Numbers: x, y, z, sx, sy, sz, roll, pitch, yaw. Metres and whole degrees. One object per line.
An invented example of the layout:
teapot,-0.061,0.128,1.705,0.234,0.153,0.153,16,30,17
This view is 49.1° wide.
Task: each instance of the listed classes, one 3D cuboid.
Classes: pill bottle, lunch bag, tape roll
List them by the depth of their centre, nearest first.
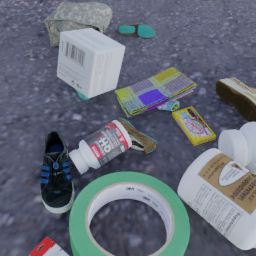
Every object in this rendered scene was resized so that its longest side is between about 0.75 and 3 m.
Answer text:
pill bottle,2.900,2.004,7.061,1.713,1.713,2.995,-33,54,-28
tape roll,0.031,2.448,7.112,2.968,0.713,2.968,3,40,-2
pill bottle,4.381,0.583,8.546,2.900,1.628,1.628,-3,46,-3
pill bottle,-0.886,0.628,8.809,1.842,1.019,1.019,-33,53,-14
lunch bag,-2.316,-5.285,14.270,2.885,1.696,2.366,5,45,11

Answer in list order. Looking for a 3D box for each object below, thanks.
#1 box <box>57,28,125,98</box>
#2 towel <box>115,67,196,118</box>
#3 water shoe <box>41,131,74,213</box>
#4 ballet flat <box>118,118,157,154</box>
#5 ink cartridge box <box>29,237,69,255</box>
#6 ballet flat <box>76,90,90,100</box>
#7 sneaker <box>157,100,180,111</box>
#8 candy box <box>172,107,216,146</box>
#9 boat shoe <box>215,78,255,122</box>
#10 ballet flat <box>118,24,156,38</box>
box,-1.430,-2.488,10.534,1.868,1.877,1.608,35,41,25
towel,0.995,-1.494,10.956,2.827,0.322,2.030,-23,39,-3
water shoe,-2.208,1.218,8.302,0.946,1.044,2.647,-11,46,-11
ballet flat,0.157,0.307,9.619,1.796,0.609,0.650,36,71,25
ink cartridge box,-1.810,3.234,6.804,1.053,0.354,0.611,30,52,26
ballet flat,-2.037,-1.901,11.654,0.626,0.655,1.860,-23,49,-21
sneaker,1.738,-1.117,11.008,0.828,0.505,1.269,19,58,20
candy box,2.372,-0.100,10.184,0.862,0.223,1.686,-18,48,-12
boat shoe,4.518,-1.140,10.652,0.910,1.014,2.740,-23,49,-13
ballet flat,0.521,-5.269,15.071,2.086,0.707,0.755,7,27,12
